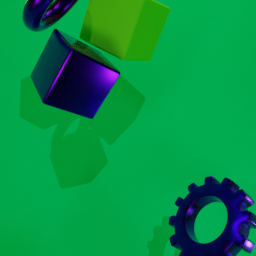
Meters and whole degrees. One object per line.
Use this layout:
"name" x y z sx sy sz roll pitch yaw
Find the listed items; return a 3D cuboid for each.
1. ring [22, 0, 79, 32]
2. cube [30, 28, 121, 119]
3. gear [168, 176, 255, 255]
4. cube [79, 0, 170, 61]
"ring" -1.164 -2.211 4.690 0.302 1.512 1.512 45 85 -12
"cube" -1.014 -0.997 5.269 1.081 1.081 1.081 -56 43 17
"gear" 1.537 1.759 5.268 0.318 1.722 1.722 37 83 -28
"cube" -0.063 -2.194 5.864 1.204 1.204 1.204 32 115 23
